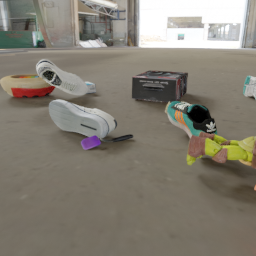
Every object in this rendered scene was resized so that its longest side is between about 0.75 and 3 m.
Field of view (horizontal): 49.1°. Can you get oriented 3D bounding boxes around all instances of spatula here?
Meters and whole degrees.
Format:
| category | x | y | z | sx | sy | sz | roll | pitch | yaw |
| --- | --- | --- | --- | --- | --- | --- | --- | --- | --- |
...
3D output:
| category | x | y | z | sx | sy | sz | roll | pitch | yaw |
| --- | --- | --- | --- | --- | --- | --- | --- | --- | --- |
| spatula | -0.473 | 0.287 | 6.826 | 1.353 | 0.139 | 0.382 | -7 | 38 | -27 |

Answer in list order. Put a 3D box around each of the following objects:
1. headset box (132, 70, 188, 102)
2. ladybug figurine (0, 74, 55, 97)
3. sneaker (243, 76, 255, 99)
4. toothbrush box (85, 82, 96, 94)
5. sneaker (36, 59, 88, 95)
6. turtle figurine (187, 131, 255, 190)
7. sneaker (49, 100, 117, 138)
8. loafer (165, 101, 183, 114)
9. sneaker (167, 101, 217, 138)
| category | x | y | z | sx | sy | sz | roll | pitch | yaw |
| --- | --- | --- | --- | --- | --- | --- | --- | --- | --- |
| headset box | 1.312 | -1.723 | 11.399 | 1.803 | 0.936 | 2.423 | 8 | 19 | 21 |
| ladybug figurine | -4.040 | -1.745 | 11.607 | 2.297 | 0.826 | 1.559 | -2 | 19 | -6 |
| sneaker | 5.421 | -1.465 | 10.636 | 1.245 | 1.059 | 2.729 | 5 | 21 | 2 |
| toothbrush box | -1.906 | -1.793 | 12.418 | 0.665 | 0.388 | 0.909 | -11 | 22 | -29 |
| sneaker | -2.497 | -1.765 | 10.819 | 2.228 | 0.851 | 0.897 | 24 | 18 | -35 |
| turtle figurine | 2.244 | 0.515 | 5.054 | 2.189 | 0.874 | 2.715 | 8 | 24 | 27 |
| sneaker | -1.253 | -0.246 | 7.615 | 2.163 | 0.790 | 0.766 | 24 | 24 | 31 |
| loafer | 1.830 | -0.636 | 9.053 | 1.255 | 0.428 | 0.475 | 2 | 19 | 6 |
| sneaker | 1.619 | -0.337 | 7.090 | 0.732 | 0.819 | 2.051 | -14 | 33 | -15 |
